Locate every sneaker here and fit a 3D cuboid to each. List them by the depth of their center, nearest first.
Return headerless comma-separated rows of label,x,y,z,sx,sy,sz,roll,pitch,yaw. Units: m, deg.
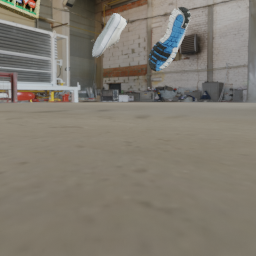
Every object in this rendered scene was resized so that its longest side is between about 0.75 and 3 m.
sneaker,1.152,-2.246,7.429,0.645,1.722,0.746,32,8,11
sneaker,-0.739,-3.641,11.457,0.714,2.017,0.737,18,39,-33

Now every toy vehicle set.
toy vehicle set,-3.539,-4.147,7.833,0.309,1.448,2.330,3,0,38
